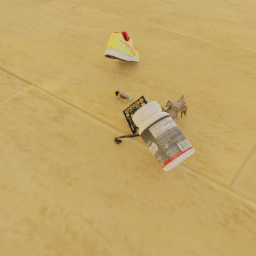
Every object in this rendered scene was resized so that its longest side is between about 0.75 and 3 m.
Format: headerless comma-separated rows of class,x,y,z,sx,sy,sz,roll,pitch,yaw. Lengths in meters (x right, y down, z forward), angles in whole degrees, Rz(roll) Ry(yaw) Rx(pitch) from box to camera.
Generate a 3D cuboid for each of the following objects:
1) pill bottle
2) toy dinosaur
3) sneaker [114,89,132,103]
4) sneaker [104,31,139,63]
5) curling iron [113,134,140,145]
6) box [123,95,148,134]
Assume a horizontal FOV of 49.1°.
pill bottle,0.892,0.195,7.416,0.959,0.959,1.685,-27,73,-27
toy dinosaur,1.376,-0.445,8.899,1.443,0.978,0.619,-38,75,3
sneaker,-0.175,-1.101,9.847,0.336,0.318,0.818,-19,41,-41
sneaker,-0.095,-3.280,11.313,0.974,1.126,2.493,12,12,15
curling iron,0.042,0.277,8.196,0.973,0.241,0.124,-15,26,11
box,0.361,-0.388,8.733,0.863,0.267,1.081,-37,46,13
